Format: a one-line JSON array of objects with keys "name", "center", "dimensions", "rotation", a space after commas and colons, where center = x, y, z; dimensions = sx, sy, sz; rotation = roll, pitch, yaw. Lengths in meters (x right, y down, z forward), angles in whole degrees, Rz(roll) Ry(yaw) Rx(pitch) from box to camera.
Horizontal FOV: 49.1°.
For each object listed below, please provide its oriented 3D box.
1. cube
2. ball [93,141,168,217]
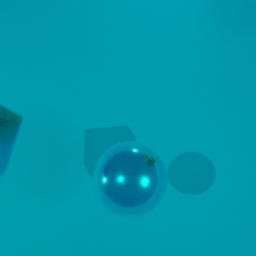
[{"name": "cube", "center": [-2.274, 0.158, 3.772], "dimensions": [1.053, 1.053, 1.053], "rotation": [-12, 57, 36]}, {"name": "ball", "center": [0.030, 0.740, 4.109], "dimensions": [1.092, 1.092, 1.092], "rotation": [0, 80, 0]}]
